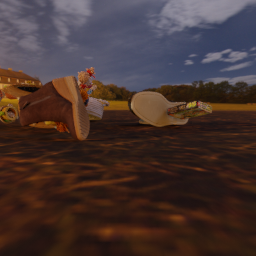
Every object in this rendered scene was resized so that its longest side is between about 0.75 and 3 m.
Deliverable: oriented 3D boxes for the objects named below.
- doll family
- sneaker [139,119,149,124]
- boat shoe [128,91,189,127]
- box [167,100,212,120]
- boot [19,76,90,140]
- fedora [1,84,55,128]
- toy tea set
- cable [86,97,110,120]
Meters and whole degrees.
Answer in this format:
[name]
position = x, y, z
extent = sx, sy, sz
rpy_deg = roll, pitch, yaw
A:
[doll family]
position = -1.382, -0.565, 7.071
extent = 2.093, 0.943, 1.299
rpy_deg = -44, 1, -9
[sneaker]
position = 0.833, -0.345, 10.388
extent = 0.983, 0.403, 0.363
rpy_deg = 4, 5, 38
[boat shoe]
position = 0.922, -0.592, 9.351
extent = 0.987, 1.048, 2.919
rpy_deg = 10, 2, 42
[box]
position = 1.867, -0.533, 8.605
extent = 0.678, 0.214, 1.232
rpy_deg = 16, -17, -32
[boot]
position = -1.553, -0.254, 5.768
extent = 1.350, 1.623, 0.587
rpy_deg = -22, -30, 8
[fedora]
position = -2.577, -0.654, 8.666
extent = 2.653, 1.082, 2.653
rpy_deg = 9, 14, -2
[toy tea set]
position = -4.014, -1.003, 10.470
extent = 0.981, 1.576, 2.651
rpy_deg = -10, 6, 28
[cable]
position = -2.139, -0.839, 12.205
extent = 2.167, 0.750, 2.168
rpy_deg = 11, -11, -36
